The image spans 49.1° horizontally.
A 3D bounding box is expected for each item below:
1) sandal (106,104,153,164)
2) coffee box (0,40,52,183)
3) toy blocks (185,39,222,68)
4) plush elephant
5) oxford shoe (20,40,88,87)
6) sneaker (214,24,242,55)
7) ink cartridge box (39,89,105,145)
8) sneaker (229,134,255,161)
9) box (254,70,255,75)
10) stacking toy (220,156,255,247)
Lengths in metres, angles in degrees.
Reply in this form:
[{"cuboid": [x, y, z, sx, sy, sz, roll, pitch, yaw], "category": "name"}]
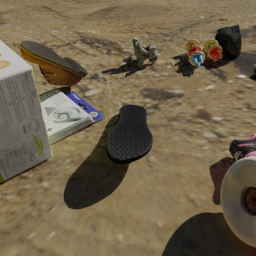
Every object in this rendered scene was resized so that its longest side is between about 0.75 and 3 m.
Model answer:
[{"cuboid": [0.082, 0.190, 7.096, 1.051, 0.631, 2.799, 9, 26, 2], "category": "sandal"}, {"cuboid": [-3.432, -0.343, 6.158, 2.422, 2.449, 2.446, -28, 48, -29], "category": "coffee box"}, {"cuboid": [2.898, -2.730, 10.439, 1.318, 0.574, 1.581, 0, 40, 1], "category": "toy blocks"}, {"cuboid": [0.690, -2.809, 10.335, 0.844, 0.898, 1.090, -14, 70, 3], "category": "plush elephant"}, {"cuboid": [-2.160, -1.681, 8.070, 0.940, 2.637, 0.940, -46, 68, 12], "category": "oxford shoe"}, {"cuboid": [4.027, -3.504, 11.304, 1.025, 0.857, 2.257, 0, 32, 15], "category": "sneaker"}, {"cuboid": [-1.876, -0.484, 7.949, 1.817, 0.369, 1.813, -29, 48, -30], "category": "ink cartridge box"}, {"cuboid": [3.459, 0.410, 6.631, 2.307, 0.912, 1.101, -10, 30, -14], "category": "sneaker"}, {"cuboid": [5.187, -1.806, 9.615, 0.943, 0.238, 1.319, -26, 46, -27], "category": "box"}, {"cuboid": [3.025, 1.375, 5.315, 2.147, 1.569, 1.569, 6, 37, -23], "category": "stacking toy"}]
